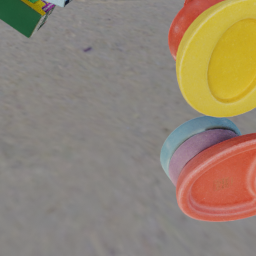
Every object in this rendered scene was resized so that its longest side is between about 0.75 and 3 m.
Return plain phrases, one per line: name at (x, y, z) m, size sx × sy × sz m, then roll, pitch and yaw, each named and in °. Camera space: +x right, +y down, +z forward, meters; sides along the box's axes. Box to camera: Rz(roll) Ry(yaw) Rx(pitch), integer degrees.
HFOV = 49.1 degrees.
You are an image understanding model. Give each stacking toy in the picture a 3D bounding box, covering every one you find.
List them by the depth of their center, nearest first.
stacking toy at (1.503, -0.235, 3.254) m, size 2.363 × 2.611 × 1.103 m, roll -7°, pitch 35°, yaw -7°

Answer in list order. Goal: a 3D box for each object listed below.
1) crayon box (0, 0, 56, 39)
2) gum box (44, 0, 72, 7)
crayon box at (-2.625, -2.951, 6.105) m, size 1.832 × 0.619 × 2.124 m, roll 32°, pitch 22°, yaw -21°
gum box at (-1.749, -2.771, 5.008) m, size 1.692 × 0.377 × 1.437 m, roll 18°, pitch 34°, yaw -7°
